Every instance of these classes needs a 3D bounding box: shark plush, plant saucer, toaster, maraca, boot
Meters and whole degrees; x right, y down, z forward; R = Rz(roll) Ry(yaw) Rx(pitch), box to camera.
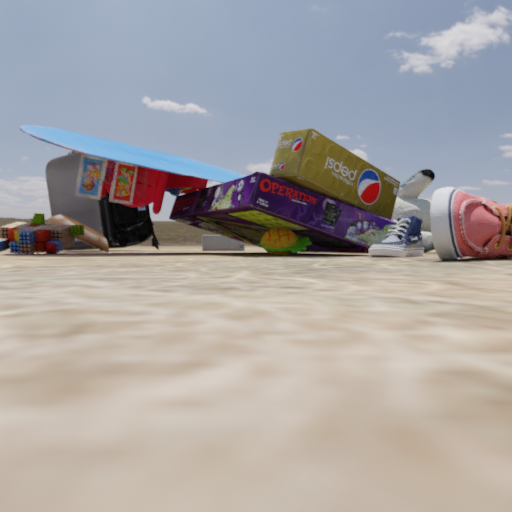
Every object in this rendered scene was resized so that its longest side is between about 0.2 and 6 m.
[{"bbox_3d":[3.032,-0.361,14.187,4.455,2.024,1.855,-20,-25,16],"label":"shark plush"},{"bbox_3d":[-4.467,-0.625,14.286,1.719,0.314,1.719,29,-1,1],"label":"plant saucer"},{"bbox_3d":[-4.900,-1.684,18.237,2.095,3.531,3.193,-5,6,16],"label":"toaster"},{"bbox_3d":[0.521,-0.237,10.110,0.952,0.509,0.652,10,37,29],"label":"maraca"},{"bbox_3d":[2.376,-0.336,9.505,0.575,0.713,1.579,1,1,36],"label":"boot"}]

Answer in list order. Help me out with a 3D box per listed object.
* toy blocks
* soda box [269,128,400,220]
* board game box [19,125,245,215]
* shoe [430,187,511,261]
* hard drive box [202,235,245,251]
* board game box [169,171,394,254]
[{"bbox_3d":[-4.652,-0.354,11.624,1.759,0.879,1.202,3,13,6],"label":"toy blocks"},{"bbox_3d":[1.486,-1.391,10.249,2.588,0.877,0.829,20,-8,-38],"label":"soda box"},{"bbox_3d":[-2.437,-1.711,12.543,5.508,1.072,4.352,8,13,-31],"label":"board game box"},{"bbox_3d":[3.295,-0.423,7.610,1.237,0.972,2.720,-3,-4,33],"label":"shoe"},{"bbox_3d":[-1.037,-0.394,17.469,1.295,0.497,1.009,0,1,-8],"label":"hard drive box"},{"bbox_3d":[0.259,-0.740,11.965,3.024,0.814,5.038,22,-8,-23],"label":"board game box"}]
